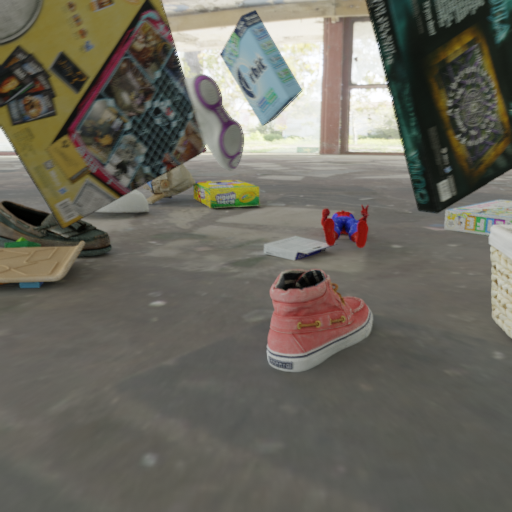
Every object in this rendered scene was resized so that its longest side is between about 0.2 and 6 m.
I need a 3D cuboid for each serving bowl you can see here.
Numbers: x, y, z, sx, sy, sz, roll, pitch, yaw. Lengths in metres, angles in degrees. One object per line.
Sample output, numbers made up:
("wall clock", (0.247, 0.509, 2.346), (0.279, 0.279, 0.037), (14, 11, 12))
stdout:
("serving bowl", (-3.757, -1.486, 14.406), (1.977, 0.650, 1.977), (2, 6, 0))

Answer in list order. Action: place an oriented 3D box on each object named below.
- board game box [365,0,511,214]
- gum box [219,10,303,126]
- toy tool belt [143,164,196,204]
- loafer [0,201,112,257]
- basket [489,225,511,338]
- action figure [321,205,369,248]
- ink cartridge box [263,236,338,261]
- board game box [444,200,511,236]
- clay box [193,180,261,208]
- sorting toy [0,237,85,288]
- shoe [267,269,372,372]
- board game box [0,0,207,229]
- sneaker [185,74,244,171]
("board game box", (3.015, -2.715, 8.355), (2.382, 3.522, 0.496), (-28, 22, -21))
("gum box", (0.073, -4.345, 13.200), (0.465, 2.088, 1.774), (-33, 3, -20))
("toy tool belt", (-3.062, -2.529, 17.033), (1.563, 1.588, 2.544), (-38, 41, -4))
("loafer", (-3.798, -0.512, 10.165), (2.641, 0.831, 0.949), (6, 14, 25))
("basket", (3.180, 0.390, 5.528), (1.272, 1.158, 1.877), (1, 12, 4))
("action figure", (1.729, -0.635, 10.964), (0.914, 0.722, 2.795), (-1, 6, 7))
("ink cartridge box", (0.788, -0.119, 9.883), (0.964, 0.196, 0.962), (12, 19, 40))
("board game box", (5.670, -0.843, 12.458), (2.638, 0.452, 1.774), (-12, 18, -41))
("clay box", (-0.867, -1.825, 16.380), (1.458, 0.604, 2.538), (-5, 13, -18))
("sorting toy", (-3.550, 0.083, 8.692), (1.692, 0.337, 2.290), (-6, 17, -5))
("shoe", (0.717, 0.506, 5.776), (0.639, 0.814, 1.789), (9, 16, 34))
("board game box", (-2.184, -2.317, 6.999), (2.435, 3.595, 0.622), (-31, 49, -16))
("sneaker", (-0.767, -2.265, 9.576), (0.642, 1.715, 0.854), (-40, 30, -29))
